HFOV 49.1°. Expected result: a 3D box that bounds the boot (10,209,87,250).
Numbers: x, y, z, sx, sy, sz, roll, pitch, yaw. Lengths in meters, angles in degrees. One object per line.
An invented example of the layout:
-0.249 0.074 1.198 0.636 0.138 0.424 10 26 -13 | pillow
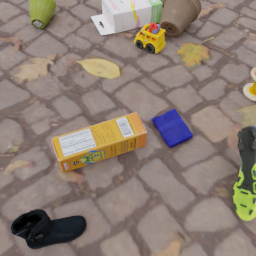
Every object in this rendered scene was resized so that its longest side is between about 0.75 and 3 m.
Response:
-1.864 2.397 6.843 1.618 1.359 0.618 -15 55 -11 | boot

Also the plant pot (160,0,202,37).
2.089 -4.844 12.117 1.725 1.725 1.505 23 74 16 | plant pot

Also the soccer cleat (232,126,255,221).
3.471 1.218 7.643 1.076 0.832 2.572 14 78 -35 | soccer cleat

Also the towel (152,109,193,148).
1.461 0.016 9.268 0.923 0.310 1.250 -24 57 -9 | towel

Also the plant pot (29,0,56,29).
-3.935 -5.180 12.638 1.188 1.188 1.270 3 68 2 | plant pot

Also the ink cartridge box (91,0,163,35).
-0.122 -5.349 12.727 2.932 0.987 1.717 -19 56 -13 | ink cartridge box

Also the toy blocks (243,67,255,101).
5.279 -2.099 9.418 2.088 2.506 0.910 -8 55 -5 | toy blocks

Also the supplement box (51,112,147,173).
-0.838 0.438 8.561 2.734 0.910 0.941 -16 58 -11 | supplement box

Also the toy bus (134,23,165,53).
0.905 -3.853 11.528 1.243 1.193 0.843 28 60 21 | toy bus
